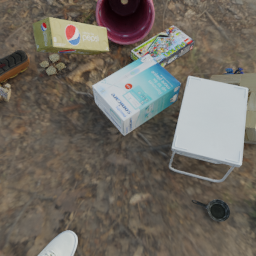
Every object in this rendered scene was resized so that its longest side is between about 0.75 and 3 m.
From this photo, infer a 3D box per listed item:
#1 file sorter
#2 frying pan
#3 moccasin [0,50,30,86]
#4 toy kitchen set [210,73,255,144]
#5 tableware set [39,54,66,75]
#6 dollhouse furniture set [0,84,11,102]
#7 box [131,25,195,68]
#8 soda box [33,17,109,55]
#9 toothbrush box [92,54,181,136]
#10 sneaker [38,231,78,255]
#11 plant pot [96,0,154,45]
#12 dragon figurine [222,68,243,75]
[{"bbox_3d":[2.666,0.067,9.589,2.031,1.822,2.927,14,61,8],"label":"file sorter"},{"bbox_3d":[2.678,2.669,9.017,1.184,0.193,0.717,-3,59,0],"label":"frying pan"},{"bbox_3d":[-5.344,-2.265,11.519,0.996,1.051,2.724,46,65,8],"label":"moccasin"},{"bbox_3d":[4.084,-0.473,10.413,2.160,1.953,2.394,5,57,37],"label":"toy kitchen set"},{"bbox_3d":[-3.287,-2.772,12.242,0.921,0.128,1.103,-32,65,-18],"label":"tableware set"},{"bbox_3d":[-4.975,-1.269,10.585,0.809,1.560,0.691,23,59,-14],"label":"dollhouse furniture set"},{"bbox_3d":[1.555,-3.499,12.473,2.581,0.448,1.421,-36,66,-19],"label":"box"},{"bbox_3d":[-2.035,-3.386,10.641,0.951,2.970,1.006,-2,98,37],"label":"soda box"},{"bbox_3d":[0.315,-1.325,10.790,2.727,1.163,1.997,-33,65,-16],"label":"toothbrush box"},{"bbox_3d":[-2.354,3.906,7.914,0.854,0.828,2.338,35,65,18],"label":"sneaker"},{"bbox_3d":[-0.153,-5.441,12.605,2.541,2.541,2.275,-2,44,-1],"label":"plant pot"},{"bbox_3d":[4.188,-2.250,11.656,1.207,0.600,0.355,2,59,2],"label":"dragon figurine"}]
